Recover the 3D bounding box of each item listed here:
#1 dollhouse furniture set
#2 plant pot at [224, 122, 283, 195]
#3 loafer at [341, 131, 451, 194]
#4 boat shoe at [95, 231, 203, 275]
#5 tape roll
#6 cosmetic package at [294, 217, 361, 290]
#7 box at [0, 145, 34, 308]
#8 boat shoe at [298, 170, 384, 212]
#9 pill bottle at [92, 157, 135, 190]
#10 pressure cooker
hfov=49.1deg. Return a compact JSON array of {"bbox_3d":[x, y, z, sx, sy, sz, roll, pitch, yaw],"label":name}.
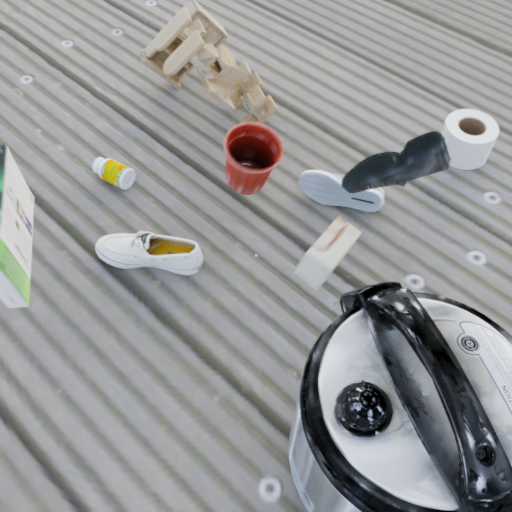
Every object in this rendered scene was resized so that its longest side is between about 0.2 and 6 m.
[{"bbox_3d":[-1.341,-4.118,12.586,1.806,2.550,2.776,-38,53,21],"label":"dollhouse furniture set"},{"bbox_3d":[-0.135,-1.805,10.870,1.122,1.091,1.122,4,66,-9],"label":"plant pot"},{"bbox_3d":[2.321,-1.383,9.334,1.819,0.658,0.662,-18,41,28],"label":"loafer"},{"bbox_3d":[-2.038,-0.163,10.506,2.093,0.731,0.742,11,54,8],"label":"boat shoe"},{"bbox_3d":[4.600,-2.542,12.234,1.137,0.781,1.137,0,54,0],"label":"tape roll"},{"bbox_3d":[1.235,-0.061,9.615,0.525,0.622,1.204,37,47,8],"label":"cosmetic package"},{"bbox_3d":[-3.835,-0.424,8.621,0.377,1.498,2.076,-6,63,-8],"label":"box"},{"bbox_3d":[1.764,-1.348,11.553,1.802,0.649,0.559,20,29,12],"label":"boat shoe"},{"bbox_3d":[-3.027,-1.772,11.859,0.852,0.473,0.473,26,58,19],"label":"pill bottle"},{"bbox_3d":[1.945,2.173,7.129,2.983,3.392,3.030,25,57,18],"label":"pressure cooker"}]
